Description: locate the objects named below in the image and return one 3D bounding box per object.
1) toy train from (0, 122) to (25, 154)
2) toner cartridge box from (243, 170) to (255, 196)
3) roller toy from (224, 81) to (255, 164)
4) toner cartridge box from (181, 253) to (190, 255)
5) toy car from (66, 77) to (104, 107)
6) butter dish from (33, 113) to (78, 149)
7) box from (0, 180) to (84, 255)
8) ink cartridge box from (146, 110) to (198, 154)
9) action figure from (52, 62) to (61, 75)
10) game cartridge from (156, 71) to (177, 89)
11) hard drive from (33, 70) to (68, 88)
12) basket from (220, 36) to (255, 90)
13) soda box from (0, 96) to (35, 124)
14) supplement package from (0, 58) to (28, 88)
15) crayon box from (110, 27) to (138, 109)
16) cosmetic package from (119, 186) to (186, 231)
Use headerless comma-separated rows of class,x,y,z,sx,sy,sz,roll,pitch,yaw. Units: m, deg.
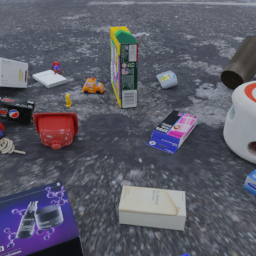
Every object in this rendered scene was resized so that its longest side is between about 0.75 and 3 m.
toy train,-4.411,-0.247,8.389,2.932,1.697,1.241,12,36,18
toner cartridge box,3.991,1.661,6.649,1.003,0.456,2.111,-24,40,-31
roller toy,4.237,-0.235,8.172,2.492,1.909,2.732,-15,37,-21
toner cartridge box,0.583,2.875,4.944,1.544,0.333,0.734,-13,37,-18
toy car,-1.678,-1.489,11.215,0.947,0.642,1.931,12,35,17
butter dish,-2.147,0.193,8.420,1.290,1.286,0.954,-2,59,-9
box,-2.219,2.156,5.543,2.309,0.911,1.630,-14,33,-19
ink cartridge box,1.484,0.071,9.171,0.947,0.371,1.999,19,40,26
action figure,-3.418,-2.765,13.364,0.364,0.552,1.115,0,41,-20
game cartridge,1.741,-2.164,12.390,0.778,0.236,1.167,-17,35,1
hard drive,-3.554,-2.247,12.747,0.966,0.195,1.465,-26,41,-34
basket,4.928,-2.624,11.954,1.307,1.733,1.922,29,67,33
soda box,-4.159,-0.662,9.496,1.837,0.650,0.582,10,26,-14
supplement package,-5.204,-2.229,11.264,1.508,1.073,1.936,6,8,9
crayon box,-0.167,-2.369,10.842,0.732,2.510,2.166,-6,35,-9
cosmetic package,0.557,1.806,6.379,1.452,0.531,0.752,3,34,6
